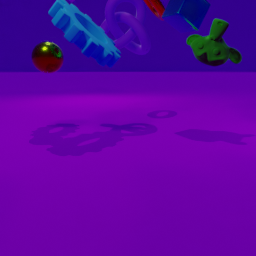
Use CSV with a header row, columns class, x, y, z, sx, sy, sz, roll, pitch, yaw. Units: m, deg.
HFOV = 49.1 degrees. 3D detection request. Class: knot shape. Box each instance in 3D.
class,x,y,z,sx,sy,sz,roll,pitch,yaw
knot shape,-0.091,-2.931,7.826,1.764,1.651,0.815,17,30,18

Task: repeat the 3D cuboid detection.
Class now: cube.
class,x,y,z,sx,sy,sz,roll,pitch,yaw
cube,1.506,-3.052,7.317,0.770,0.770,0.770,26,0,-29

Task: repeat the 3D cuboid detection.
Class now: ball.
class,x,y,z,sx,sy,sz,roll,pitch,yaw
ball,-1.870,-1.642,6.531,0.726,0.726,0.726,0,12,0

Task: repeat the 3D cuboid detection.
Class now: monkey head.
class,x,y,z,sx,sy,sz,roll,pitch,yaw
monkey head,2.121,-2.085,6.898,1.501,1.080,0.904,28,24,17

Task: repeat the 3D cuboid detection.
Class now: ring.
class,x,y,z,sx,sy,sz,roll,pitch,yaw
ring,0.917,-4.702,10.476,0.318,1.591,1.591,-39,7,11

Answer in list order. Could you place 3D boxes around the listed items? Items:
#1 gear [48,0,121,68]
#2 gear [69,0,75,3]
class,x,y,z,sx,sy,sz,roll,pitch,yaw
gear,-0.958,-2.196,6.536,1.839,0.340,1.839,39,22,-19
gear,-2.045,-4.363,8.145,0.270,1.461,1.461,-43,16,1
